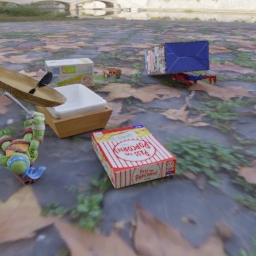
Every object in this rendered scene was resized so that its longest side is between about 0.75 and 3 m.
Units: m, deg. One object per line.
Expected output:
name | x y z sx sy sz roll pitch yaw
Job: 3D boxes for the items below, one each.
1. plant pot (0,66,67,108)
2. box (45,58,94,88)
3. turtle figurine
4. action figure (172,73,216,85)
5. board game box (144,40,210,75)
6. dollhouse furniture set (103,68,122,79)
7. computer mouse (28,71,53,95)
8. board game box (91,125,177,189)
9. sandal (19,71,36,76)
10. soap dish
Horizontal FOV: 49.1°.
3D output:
plant pot | -3.118 -1.221 8.477 2.581 0.355 2.581 26 11 -5
box | -2.823 -2.659 13.693 2.161 1.216 1.095 -10 28 -19
turtle figurine | -3.016 0.093 7.107 2.486 1.789 2.411 35 -3 -18
action figure | 3.209 -2.484 14.103 2.340 0.605 0.765 18 25 41
board game box | 2.427 -3.565 14.482 2.335 1.419 2.929 -8 11 -14
dollhouse furniture set | -0.772 -3.076 15.355 0.982 0.506 0.971 -16 30 -29
computer mouse | -2.531 -1.218 8.127 0.256 0.441 1.504 41 34 -16
board game box | 0.069 0.675 7.711 1.656 0.506 2.186 -10 28 -19
sandal | -5.656 -2.965 15.275 0.504 0.377 1.315 17 31 30
soap dish | -1.997 -0.651 9.813 2.011 1.038 2.556 -16 30 -28
